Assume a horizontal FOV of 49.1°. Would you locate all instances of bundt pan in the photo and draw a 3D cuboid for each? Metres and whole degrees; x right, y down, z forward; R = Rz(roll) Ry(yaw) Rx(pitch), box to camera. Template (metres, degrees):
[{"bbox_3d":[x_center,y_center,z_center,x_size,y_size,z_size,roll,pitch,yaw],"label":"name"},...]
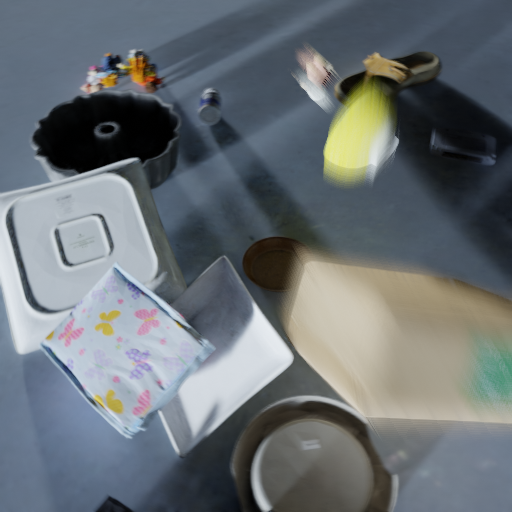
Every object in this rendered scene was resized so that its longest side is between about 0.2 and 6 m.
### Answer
[{"bbox_3d":[-2.845,-2.084,11.076,2.871,1.077,2.871,0,49,0],"label":"bundt pan"}]

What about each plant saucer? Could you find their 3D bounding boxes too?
[{"bbox_3d":[0.382,0.180,9.598,1.252,0.229,1.252,0,48,-1],"label":"plant saucer"}]

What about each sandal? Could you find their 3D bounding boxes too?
[{"bbox_3d":[3.143,-4.356,13.238,3.329,0.899,1.337,-29,54,-24],"label":"sandal"}]

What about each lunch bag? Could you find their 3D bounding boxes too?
[{"bbox_3d":[-1.692,1.325,7.667,1.925,1.224,1.632,32,77,35],"label":"lunch bag"}]

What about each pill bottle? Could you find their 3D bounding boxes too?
[{"bbox_3d":[-1.027,-3.399,12.652,0.495,0.495,0.892,1,47,1],"label":"pill bottle"}]

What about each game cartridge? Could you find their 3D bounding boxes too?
[{"bbox_3d":[4.388,-2.349,11.881,1.308,0.267,0.871,13,53,11],"label":"game cartridge"}]

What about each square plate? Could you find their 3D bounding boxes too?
[{"bbox_3d":[-2.835,-0.163,9.100,2.779,0.395,2.753,-18,74,-14],"label":"square plate"},{"bbox_3d":[-0.686,1.367,7.897,2.079,0.296,2.059,-43,52,9],"label":"square plate"}]

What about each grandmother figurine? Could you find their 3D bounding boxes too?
[{"bbox_3d":[0.945,-2.712,8.586,0.284,0.569,0.939,29,44,-23],"label":"grandmother figurine"}]

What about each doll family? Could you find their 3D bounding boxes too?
[{"bbox_3d":[-3.183,-4.371,13.251,2.000,0.901,1.242,-6,48,-5],"label":"doll family"}]

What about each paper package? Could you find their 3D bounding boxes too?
[{"bbox_3d":[1.893,0.966,6.640,2.351,1.216,2.240,8,9,-18],"label":"paper package"}]

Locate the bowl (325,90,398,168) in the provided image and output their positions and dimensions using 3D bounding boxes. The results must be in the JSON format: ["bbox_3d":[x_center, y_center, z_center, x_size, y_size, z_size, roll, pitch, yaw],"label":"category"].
[{"bbox_3d":[1.821,-1.873,8.959,1.354,1.354,0.729,-37,71,-28],"label":"bowl"}]

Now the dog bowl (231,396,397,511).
[{"bbox_3d":[0.695,2.791,6.993,2.013,0.590,2.013,0,48,0],"label":"dog bowl"}]

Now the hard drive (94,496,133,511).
[{"bbox_3d":[-1.268,3.953,5.995,2.387,0.505,1.610,30,54,24],"label":"hard drive"}]
